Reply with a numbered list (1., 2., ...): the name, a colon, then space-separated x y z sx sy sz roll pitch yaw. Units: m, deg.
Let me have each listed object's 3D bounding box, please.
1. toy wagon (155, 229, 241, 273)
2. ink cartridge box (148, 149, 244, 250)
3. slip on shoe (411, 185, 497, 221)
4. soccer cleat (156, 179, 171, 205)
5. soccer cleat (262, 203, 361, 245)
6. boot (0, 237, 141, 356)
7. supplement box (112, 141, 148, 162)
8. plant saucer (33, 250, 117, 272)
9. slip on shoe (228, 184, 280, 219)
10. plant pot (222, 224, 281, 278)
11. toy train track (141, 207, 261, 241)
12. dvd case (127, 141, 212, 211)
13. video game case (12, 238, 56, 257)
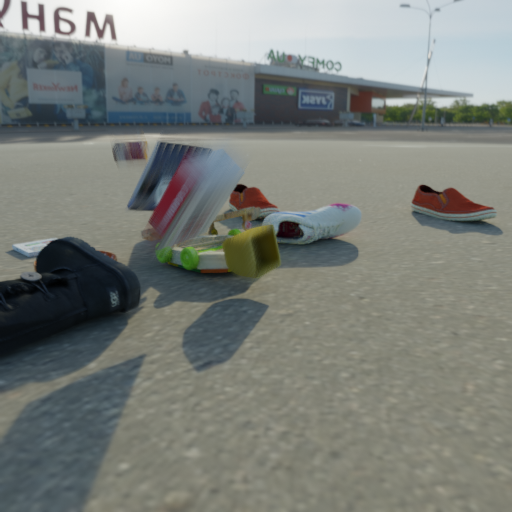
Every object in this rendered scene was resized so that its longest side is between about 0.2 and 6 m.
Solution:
1. toy wagon: -1.012 -0.156 11.226 1.963 0.501 2.530 -12 15 -40
2. ink cartridge box: -1.033 -0.863 8.620 0.590 1.407 1.235 48 39 13
3. slip on shoe: 5.424 -1.464 15.578 1.000 0.826 2.699 -7 18 -30
4. soccer cleat: -1.701 -1.147 11.548 0.743 0.919 2.129 -20 9 -11
5. soccer cleat: 1.341 -0.621 12.718 2.399 0.838 1.036 -7 25 -9
6. boot: -3.558 0.606 7.875 2.466 0.982 2.991 11 23 41
7. supplement box: -2.640 -2.202 11.788 0.686 0.294 0.378 -5 31 -2
8. plant saucer: -3.405 0.174 10.611 1.503 0.243 1.503 1 14 0
9. slip on shoe: -0.120 -1.544 15.943 0.955 0.789 2.577 -4 17 -22
10. plant pot: -0.136 -0.075 9.551 0.756 0.739 0.734 -2 17 38
11. toy train track: -1.117 -0.610 12.476 2.988 0.486 1.714 -14 2 -37
12. dvd case: -1.857 -1.643 12.040 1.318 1.848 0.162 -1 49 -39
13. video game case: -4.637 -0.192 12.188 0.998 0.118 0.909 -13 20 -41
